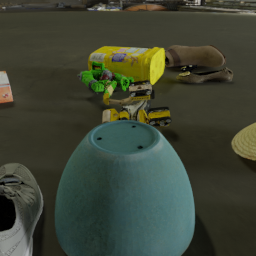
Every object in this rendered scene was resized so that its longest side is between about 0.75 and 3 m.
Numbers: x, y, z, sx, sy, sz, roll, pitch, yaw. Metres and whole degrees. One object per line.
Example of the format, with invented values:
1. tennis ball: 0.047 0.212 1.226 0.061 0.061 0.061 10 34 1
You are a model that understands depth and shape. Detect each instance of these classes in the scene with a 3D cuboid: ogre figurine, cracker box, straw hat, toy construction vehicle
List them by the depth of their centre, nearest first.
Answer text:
1. straw hat: 3.675 -0.442 6.276 2.935 1.242 2.935 -17 16 5
2. toy construction vehicle: 0.215 -0.522 7.996 1.862 0.656 1.621 -8 52 3
3. cracker box: -4.949 -1.421 9.920 1.393 0.600 2.080 -12 28 -22
4. ogre figurine: -0.838 -1.760 10.131 1.303 1.067 2.174 30 50 25

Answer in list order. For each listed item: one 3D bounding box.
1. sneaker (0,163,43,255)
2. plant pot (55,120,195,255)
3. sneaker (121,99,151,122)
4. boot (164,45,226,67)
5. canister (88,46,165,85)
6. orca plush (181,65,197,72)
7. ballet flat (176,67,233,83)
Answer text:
1. sneaker: -1.838 1.173 4.377 0.922 1.011 2.467 -9 28 -16
2. plant pot: -0.058 0.803 4.498 2.347 1.581 2.347 0 26 0
3. sneaker: 0.234 -0.661 8.525 0.784 0.514 1.363 10 31 15
4. boot: 2.868 -3.333 13.400 2.158 1.037 2.951 -16 28 -18
5. canister: -0.040 -2.707 11.780 2.745 1.188 2.039 9 32 21
6. orca plush: 2.843 -2.665 12.853 0.839 0.298 0.441 -11 -16 -28
7. ballet flat: 3.151 -2.179 11.457 2.382 0.552 0.803 -2 27 -4
